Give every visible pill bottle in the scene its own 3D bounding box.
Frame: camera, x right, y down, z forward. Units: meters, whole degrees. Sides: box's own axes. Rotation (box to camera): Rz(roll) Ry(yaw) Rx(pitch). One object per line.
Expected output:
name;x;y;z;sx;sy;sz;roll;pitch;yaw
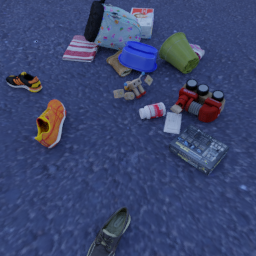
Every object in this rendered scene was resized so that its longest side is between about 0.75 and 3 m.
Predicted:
pill bottle;0.969;-0.664;11.169;0.958;0.538;0.538;-13;47;-12

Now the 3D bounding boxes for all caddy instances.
caddy;0.507;-3.327;13.390;1.920;1.008;1.357;18;44;3

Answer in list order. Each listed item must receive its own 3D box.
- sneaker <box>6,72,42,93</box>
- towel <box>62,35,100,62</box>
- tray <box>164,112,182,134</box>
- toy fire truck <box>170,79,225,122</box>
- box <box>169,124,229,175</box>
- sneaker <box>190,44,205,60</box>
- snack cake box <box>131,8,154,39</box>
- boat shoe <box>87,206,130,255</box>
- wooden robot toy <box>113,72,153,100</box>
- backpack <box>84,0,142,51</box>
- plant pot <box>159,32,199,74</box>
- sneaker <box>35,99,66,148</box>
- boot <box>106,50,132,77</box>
sneaker;-4.674;-2.203;12.447;1.825;0.821;0.638;17;48;16
towel;-2.390;-4.237;14.813;1.622;0.256;2.252;6;47;7
tray;1.781;-0.241;11.048;0.609;0.126;1.135;8;47;9
toy fire truck;2.587;-0.847;10.982;1.792;1.310;2.036;30;64;25
box;2.492;0.723;9.902;1.678;0.428;1.323;33;53;27
sneaker;3.322;-3.999;14.401;0.638;0.588;1.446;-31;62;-28
snack cake box;0.752;-6.099;16.228;1.340;0.783;2.330;4;46;6
boat shoe;-0.545;2.963;7.591;0.704;0.647;1.970;22;50;20
wooden robot toy;0.131;-1.703;12.223;2.022;0.891;0.918;-35;20;-29
backpack;-0.686;-5.055;14.393;2.756;2.300;1.744;9;48;-23
plant pot;2.558;-3.428;13.345;1.588;1.588;1.508;-25;64;-22
sneaker;-2.904;-0.359;10.462;0.867;0.916;2.374;-30;40;19
boot;-0.224;-3.149;13.644;1.237;0.467;1.412;-34;53;-13
